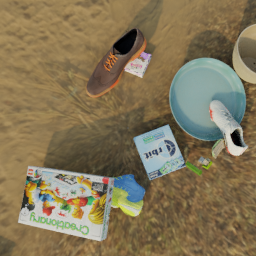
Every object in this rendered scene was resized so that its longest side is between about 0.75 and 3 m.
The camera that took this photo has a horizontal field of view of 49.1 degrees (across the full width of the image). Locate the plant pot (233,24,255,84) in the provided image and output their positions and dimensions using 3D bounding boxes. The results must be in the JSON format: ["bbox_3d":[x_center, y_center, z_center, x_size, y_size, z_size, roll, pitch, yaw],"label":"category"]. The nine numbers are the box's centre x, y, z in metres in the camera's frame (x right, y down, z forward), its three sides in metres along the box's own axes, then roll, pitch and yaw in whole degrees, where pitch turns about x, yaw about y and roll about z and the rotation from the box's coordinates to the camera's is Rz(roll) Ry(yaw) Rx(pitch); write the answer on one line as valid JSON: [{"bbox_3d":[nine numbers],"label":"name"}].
[{"bbox_3d":[4.247,-2.222,9.172,1.909,1.282,1.909,1,75,-2],"label":"plant pot"}]

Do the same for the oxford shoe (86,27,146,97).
[{"bbox_3d":[-0.530,-2.189,9.211,0.964,0.983,2.709,40,94,13],"label":"oxford shoe"}]

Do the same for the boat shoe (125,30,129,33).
[{"bbox_3d":[-0.075,-3.118,9.922,0.293,0.300,0.794,13,70,8],"label":"boat shoe"}]

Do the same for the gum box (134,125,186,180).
[{"bbox_3d":[1.009,0.780,9.063,1.232,0.323,1.450,-20,79,-4],"label":"gum box"}]

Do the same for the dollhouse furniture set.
[{"bbox_3d":[2.389,0.808,8.602,0.501,0.648,1.297,37,84,33],"label":"dollhouse furniture set"}]

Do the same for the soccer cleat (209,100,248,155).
[{"bbox_3d":[3.150,-0.079,8.753,0.657,0.816,1.915,-14,74,-11],"label":"soccer cleat"}]

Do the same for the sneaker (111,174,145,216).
[{"bbox_3d":[-0.423,1.836,8.736,2.113,0.800,1.110,27,58,8],"label":"sneaker"}]

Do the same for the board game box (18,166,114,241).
[{"bbox_3d":[-1.816,2.115,8.165,2.685,0.465,1.695,5,82,18],"label":"board game box"}]

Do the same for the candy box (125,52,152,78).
[{"bbox_3d":[0.346,-2.259,9.718,0.683,0.291,0.814,23,79,5],"label":"candy box"}]

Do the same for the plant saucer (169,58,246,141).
[{"bbox_3d":[2.561,-0.924,9.135,2.684,0.368,2.684,1,87,-12],"label":"plant saucer"}]
